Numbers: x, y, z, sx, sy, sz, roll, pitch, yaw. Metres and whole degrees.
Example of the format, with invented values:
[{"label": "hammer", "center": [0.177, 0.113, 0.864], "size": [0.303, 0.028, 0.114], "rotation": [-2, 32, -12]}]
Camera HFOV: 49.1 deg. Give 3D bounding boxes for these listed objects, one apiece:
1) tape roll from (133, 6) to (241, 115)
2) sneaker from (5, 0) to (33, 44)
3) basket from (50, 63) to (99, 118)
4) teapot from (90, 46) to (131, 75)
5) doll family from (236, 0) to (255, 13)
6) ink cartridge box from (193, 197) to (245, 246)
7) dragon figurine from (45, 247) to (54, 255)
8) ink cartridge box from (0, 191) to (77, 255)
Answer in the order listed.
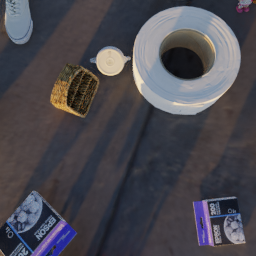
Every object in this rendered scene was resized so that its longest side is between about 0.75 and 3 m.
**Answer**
[{"label": "tape roll", "center": [1.586, -1.881, 7.988], "size": [2.935, 1.027, 2.935], "rotation": [0, 78, -1]}, {"label": "sneaker", "center": [-3.424, -3.704, 8.480], "size": [0.833, 0.807, 2.280], "rotation": [-8, 78, -2]}, {"label": "basket", "center": [-1.468, -1.082, 7.884], "size": [0.956, 0.916, 1.283], "rotation": [21, 79, 5]}, {"label": "teapot", "center": [-0.523, -1.994, 8.235], "size": [0.891, 0.651, 0.880], "rotation": [40, 107, -16]}, {"label": "doll family", "center": [4.156, -4.255, 8.403], "size": [1.906, 1.183, 0.859], "rotation": [-9, 78, -2]}, {"label": "ink cartridge box", "center": [2.417, 2.501, 7.482], "size": [1.185, 0.257, 1.174], "rotation": [-7, 79, 0]}, {"label": "dragon figurine", "center": [-2.179, 3.291, 7.292], "size": [0.499, 0.295, 1.004], "rotation": [34, 78, 7]}, {"label": "ink cartridge box", "center": [-2.425, 2.765, 7.191], "size": [1.635, 0.355, 1.620], "rotation": [37, 80, 21]}]
